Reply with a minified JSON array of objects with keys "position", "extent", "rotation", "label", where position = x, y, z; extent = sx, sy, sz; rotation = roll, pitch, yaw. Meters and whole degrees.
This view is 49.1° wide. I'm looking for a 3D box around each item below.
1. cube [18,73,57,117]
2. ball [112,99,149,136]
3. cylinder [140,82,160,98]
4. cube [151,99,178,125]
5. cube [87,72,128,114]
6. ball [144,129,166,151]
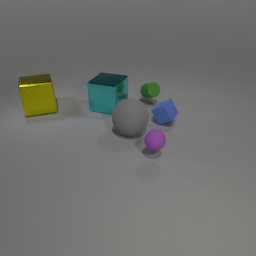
[{"position":[-4.036,-1.508,12.548],"extent":[1.400,1.400,1.400],"rotation":[-10,29,-15],"label":"cube"},{"position":[0.092,-0.397,10.620],"extent":[1.400,1.400,1.400],"rotation":[0,29,0],"label":"ball"},{"position":[1.043,-1.770,13.137],"extent":[0.700,0.700,0.700],"rotation":[-16,9,-26],"label":"cylinder"},{"position":[1.514,-0.662,11.467],"extent":[0.700,0.700,0.700],"rotation":[-17,20,42],"label":"cube"},{"position":[-0.873,-1.579,12.713],"extent":[1.400,1.400,1.400],"rotation":[11,32,18],"label":"cube"},{"position":[0.882,0.391,9.102],"extent":[0.700,0.700,0.700],"rotation":[0,29,0],"label":"ball"}]
